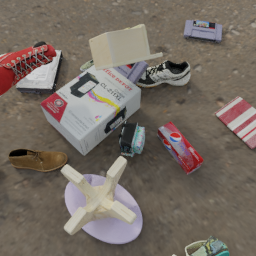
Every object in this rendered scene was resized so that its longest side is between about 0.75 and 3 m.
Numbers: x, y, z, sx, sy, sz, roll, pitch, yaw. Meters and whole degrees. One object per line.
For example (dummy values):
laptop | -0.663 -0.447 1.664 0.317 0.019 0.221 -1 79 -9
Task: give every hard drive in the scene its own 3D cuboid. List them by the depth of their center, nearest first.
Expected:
hard drive | -3.687 -2.423 11.809 1.508 0.408 2.158 3 60 2

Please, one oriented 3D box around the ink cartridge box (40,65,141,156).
ink cartridge box | -1.295 -0.847 10.384 2.183 1.241 2.996 40 67 21

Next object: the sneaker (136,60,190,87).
sneaker | 1.326 -2.315 11.365 2.433 1.067 0.920 -4 61 -1

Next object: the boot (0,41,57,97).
boot | -3.124 -1.815 8.155 1.951 0.979 2.704 -17 30 7

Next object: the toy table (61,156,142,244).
toy table | -0.800 2.182 8.406 2.758 1.615 2.536 21 61 13

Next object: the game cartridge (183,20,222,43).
game cartridge | 3.520 -4.559 13.136 1.719 0.330 1.114 10 64 6

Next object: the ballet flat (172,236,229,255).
ballet flat | 1.711 3.871 7.990 2.401 0.891 0.891 -22 62 -15

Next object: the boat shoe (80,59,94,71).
boat shoe | -1.672 -2.751 12.067 0.901 0.279 0.324 -33 65 -18

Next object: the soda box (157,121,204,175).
soda box | 1.793 0.686 9.833 0.586 0.647 1.848 -29 63 -16

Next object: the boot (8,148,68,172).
boot | -3.085 1.044 9.580 1.969 0.743 0.725 -2 58 -2

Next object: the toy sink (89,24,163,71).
toy sink | -0.055 -2.712 9.365 2.031 1.324 1.138 -19 105 -27

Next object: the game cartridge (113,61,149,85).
game cartridge | -0.276 -2.635 11.473 2.148 0.412 1.392 44 110 26

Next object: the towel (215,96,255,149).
towel | 4.451 -0.243 10.646 1.382 0.218 1.919 -33 63 -15

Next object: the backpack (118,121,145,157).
backpack | 0.123 0.435 9.683 0.893 1.187 1.054 14 60 3
